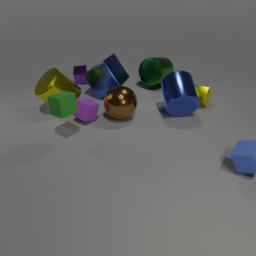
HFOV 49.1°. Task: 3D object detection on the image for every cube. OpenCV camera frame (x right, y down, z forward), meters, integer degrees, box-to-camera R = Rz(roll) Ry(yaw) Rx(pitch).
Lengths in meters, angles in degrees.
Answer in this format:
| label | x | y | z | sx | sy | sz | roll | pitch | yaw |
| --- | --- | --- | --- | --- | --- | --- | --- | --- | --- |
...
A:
| label | x | y | z | sx | sy | sz | roll | pitch | yaw |
| --- | --- | --- | --- | --- | --- | --- | --- | --- | --- |
| cube | -2.524 | -2.882 | 15.101 | 0.700 | 0.700 | 0.700 | -7 | 53 | 2 |
| cube | -2.249 | -0.822 | 9.689 | 0.700 | 0.700 | 0.700 | 14 | 30 | 39 |
| cube | 3.571 | 0.841 | 8.266 | 0.700 | 0.700 | 0.700 | -4 | 32 | 47 |
| cube | 3.288 | -1.445 | 12.649 | 0.700 | 0.700 | 0.700 | 21 | 78 | 32 |
| cube | -1.700 | -0.751 | 11.344 | 0.700 | 0.700 | 0.700 | 27 | 23 | 28 |
| cube | -1.030 | -2.494 | 13.517 | 1.400 | 1.400 | 1.400 | -26 | 17 | 31 |

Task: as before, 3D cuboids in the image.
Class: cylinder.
| label | x | y | z | sx | sy | sz | roll | pitch | yaw |
| --- | --- | --- | --- | --- | --- | --- | --- | --- | --- |
| cylinder | 2.169 | -1.425 | 11.742 | 1.400 | 1.400 | 1.400 | -3 | 56 | -5 |
| cylinder | -2.963 | -1.582 | 11.886 | 1.400 | 1.400 | 1.400 | -25 | 47 | 29 |
| cylinder | 1.479 | -2.988 | 14.639 | 1.400 | 1.400 | 1.400 | 18 | 23 | 28 |

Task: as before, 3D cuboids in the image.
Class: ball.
| label | x | y | z | sx | sy | sz | roll | pitch | yaw |
| --- | --- | --- | --- | --- | --- | --- | --- | --- | --- |
| ball | -0.309 | -1.045 | 11.528 | 1.400 | 1.400 | 1.400 | 0 | 30 | 0 |
